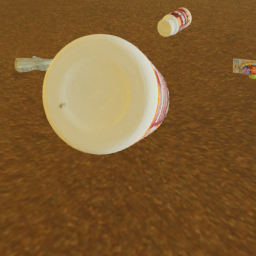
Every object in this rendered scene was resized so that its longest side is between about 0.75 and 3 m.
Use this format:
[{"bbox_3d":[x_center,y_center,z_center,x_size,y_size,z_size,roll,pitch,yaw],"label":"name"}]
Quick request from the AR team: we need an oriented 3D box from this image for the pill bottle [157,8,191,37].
[{"bbox_3d":[1.378,-3.145,8.359,0.597,0.597,1.046,28,50,29],"label":"pill bottle"}]

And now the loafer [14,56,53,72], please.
[{"bbox_3d":[-2.902,-2.073,8.865,1.314,0.459,0.458,-6,74,-13],"label":"loafer"}]

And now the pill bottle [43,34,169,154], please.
[{"bbox_3d":[-0.091,-0.448,4.262,1.370,1.370,2.501,11,6,12],"label":"pill bottle"}]

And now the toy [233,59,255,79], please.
[{"bbox_3d":[2.784,-1.226,6.071,0.988,0.569,0.233,9,72,23],"label":"toy"}]
